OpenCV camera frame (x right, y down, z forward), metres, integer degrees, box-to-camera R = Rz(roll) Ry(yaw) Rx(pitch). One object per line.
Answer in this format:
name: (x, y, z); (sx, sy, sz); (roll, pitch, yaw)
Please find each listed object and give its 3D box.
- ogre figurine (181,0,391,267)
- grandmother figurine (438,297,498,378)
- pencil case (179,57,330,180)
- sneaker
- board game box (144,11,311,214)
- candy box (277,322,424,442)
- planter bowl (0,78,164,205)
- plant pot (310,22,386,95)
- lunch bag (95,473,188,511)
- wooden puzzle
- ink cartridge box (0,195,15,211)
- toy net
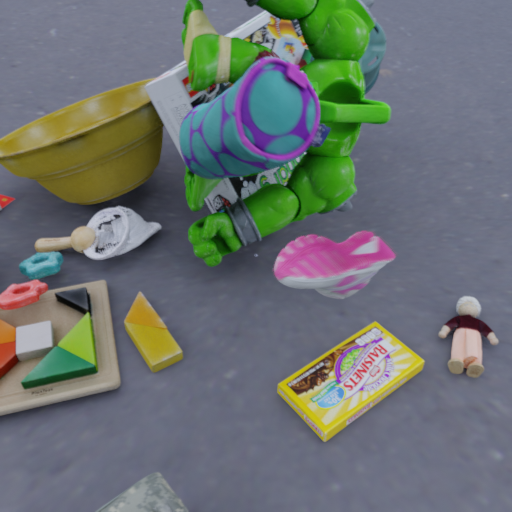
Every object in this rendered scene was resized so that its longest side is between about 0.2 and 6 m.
ogre figurine: (0.313, -2.006, 7.801); (2.558, 4.267, 2.094); (-2, 0, -15)
grandmother figurine: (2.824, 1.025, 7.432); (0.737, 0.368, 1.216); (16, 45, 5)
pencil case: (-0.148, -1.380, 6.047); (1.034, 0.952, 2.237); (-51, 19, -12)
sneaker: (0.716, 0.170, 5.377); (1.346, 0.594, 0.548); (-5, 45, -35)
board game box: (0.152, -2.622, 9.869); (0.738, 2.692, 4.265); (-6, 32, 39)
candy box: (1.192, 1.502, 6.964); (1.710, 0.226, 0.874); (-27, 50, -27)
planter bowl: (-2.686, -1.807, 9.590); (3.314, 1.380, 3.314); (-16, 27, 9)
plant pot: (1.627, -3.454, 9.638); (1.290, 1.290, 1.264); (0, 3, 0)
lunch bag: (-1.029, 2.961, 4.556); (1.821, 1.269, 1.527); (-28, 59, -30)
wooden puzzle: (-2.809, 1.097, 7.317); (3.283, 0.384, 2.214); (-16, 43, -17)
ink cartridge box: (-4.829, -0.958, 9.835); (0.843, 0.189, 0.743); (14, 44, 16)
toy net: (-2.964, -0.102, 8.194); (3.415, 0.659, 1.791); (-21, 29, -24)
